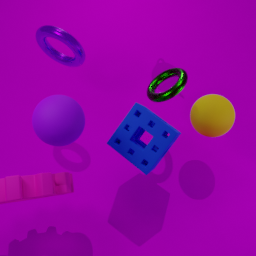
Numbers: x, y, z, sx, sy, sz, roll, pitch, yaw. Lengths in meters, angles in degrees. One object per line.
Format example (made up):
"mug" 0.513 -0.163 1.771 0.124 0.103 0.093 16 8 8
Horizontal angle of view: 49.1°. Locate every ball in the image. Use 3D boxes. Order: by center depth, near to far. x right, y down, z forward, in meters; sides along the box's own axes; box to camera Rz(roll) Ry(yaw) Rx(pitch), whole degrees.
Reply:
"ball" -1.163 -0.124 4.738 0.873 0.873 0.873 0 62 0
"ball" 2.000 -0.289 6.656 1.020 1.020 1.020 0 62 0

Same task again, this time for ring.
"ring" -1.525 -1.828 6.356 1.214 1.214 0.243 21 69 11
"ring" 0.921 -1.033 6.679 1.083 0.217 1.083 -27 35 21

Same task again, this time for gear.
"gear" -2.085 1.183 5.284 2.047 2.047 0.379 -8 78 -4

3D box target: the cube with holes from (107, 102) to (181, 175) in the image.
"cube with holes" 0.393 0.219 6.166 1.061 1.061 1.061 37 98 12
